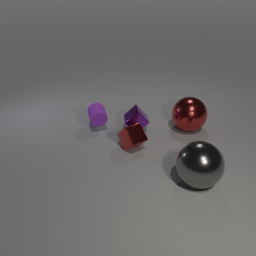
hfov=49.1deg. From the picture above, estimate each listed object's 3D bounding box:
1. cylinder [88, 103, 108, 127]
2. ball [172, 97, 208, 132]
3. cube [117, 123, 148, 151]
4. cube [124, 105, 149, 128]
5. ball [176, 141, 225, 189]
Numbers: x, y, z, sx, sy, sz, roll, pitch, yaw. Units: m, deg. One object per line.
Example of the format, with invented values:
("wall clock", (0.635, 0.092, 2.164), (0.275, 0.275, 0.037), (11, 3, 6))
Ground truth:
("cylinder", (-1.218, -0.531, 11.179), (0.700, 0.700, 0.700), (-8, 41, -13))
("ball", (2.462, -0.551, 11.222), (1.400, 1.400, 1.400), (0, 29, 0))
("cube", (0.161, 0.327, 10.049), (0.700, 0.700, 0.700), (-19, 78, -31))
("cube", (0.327, -0.361, 11.139), (0.700, 0.700, 0.700), (-40, 27, 17))
("ball", (2.119, 1.077, 8.253), (1.400, 1.400, 1.400), (0, 29, 0))
